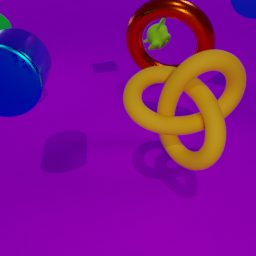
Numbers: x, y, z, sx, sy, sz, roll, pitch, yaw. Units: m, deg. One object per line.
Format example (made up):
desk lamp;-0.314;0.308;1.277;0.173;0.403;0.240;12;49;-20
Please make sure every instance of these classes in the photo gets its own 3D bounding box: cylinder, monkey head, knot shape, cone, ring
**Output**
cylinder;-1.795;-0.878;4.308;1.082;1.082;1.082;-4;30;-5
monkey head;0.801;-2.690;8.301;0.827;1.149;0.693;-33;88;-36
knot shape;1.001;-0.417;4.318;1.864;1.744;0.861;52;15;5
cylinder;-3.619;-2.181;7.009;1.171;1.171;1.171;17;48;-20
cone;3.335;-3.666;7.037;1.243;1.243;1.247;13;61;18
ring;0.883;-1.841;6.080;1.961;1.961;0.392;11;50;14
